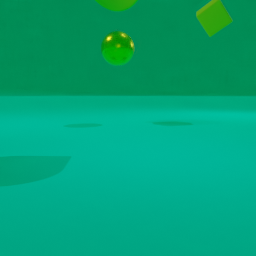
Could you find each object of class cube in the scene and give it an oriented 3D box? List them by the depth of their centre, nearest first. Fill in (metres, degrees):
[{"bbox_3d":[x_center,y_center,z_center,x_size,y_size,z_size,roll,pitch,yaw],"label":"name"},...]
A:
[{"bbox_3d":[3.016,-3.915,9.851,0.883,0.883,0.883,-32,19,27],"label":"cube"}]

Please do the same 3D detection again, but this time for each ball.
[{"bbox_3d":[-0.335,-2.575,9.088,1.090,1.090,1.090,0,7,0],"label":"ball"}]

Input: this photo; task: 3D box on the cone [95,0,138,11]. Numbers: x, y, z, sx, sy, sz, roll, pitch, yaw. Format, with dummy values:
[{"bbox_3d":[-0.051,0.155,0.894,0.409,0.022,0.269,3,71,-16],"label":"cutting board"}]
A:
[{"bbox_3d":[0.195,-3.018,4.721,1.585,1.585,1.591,8,37,47],"label":"cone"}]
